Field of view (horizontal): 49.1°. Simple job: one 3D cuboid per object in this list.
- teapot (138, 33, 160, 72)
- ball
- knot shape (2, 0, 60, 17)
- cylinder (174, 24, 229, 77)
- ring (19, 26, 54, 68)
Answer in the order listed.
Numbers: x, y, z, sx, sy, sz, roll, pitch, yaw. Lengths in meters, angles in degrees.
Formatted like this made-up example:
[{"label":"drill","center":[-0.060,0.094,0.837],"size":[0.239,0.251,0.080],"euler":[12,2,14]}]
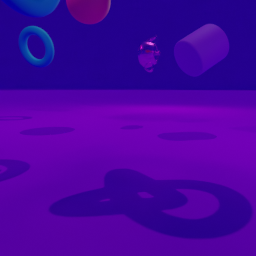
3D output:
[{"label":"teapot","center":[0.644,-2.193,8.173],"size":[0.598,1.221,0.759],"euler":[-1,-14,20]},{"label":"ball","center":[-1.135,-3.660,8.057],"size":[1.263,1.263,1.263],"euler":[0,8,0]},{"label":"knot shape","center":[-1.189,-2.614,4.064],"size":[0.822,1.664,1.778],"euler":[31,41,10]},{"label":"cylinder","center":[1.787,-1.895,6.849],"size":[0.949,0.949,0.949],"euler":[-35,21,-18]},{"label":"ring","center":[-3.453,-3.031,10.532],"size":[1.528,1.528,0.306],"euler":[4,28,23]}]
